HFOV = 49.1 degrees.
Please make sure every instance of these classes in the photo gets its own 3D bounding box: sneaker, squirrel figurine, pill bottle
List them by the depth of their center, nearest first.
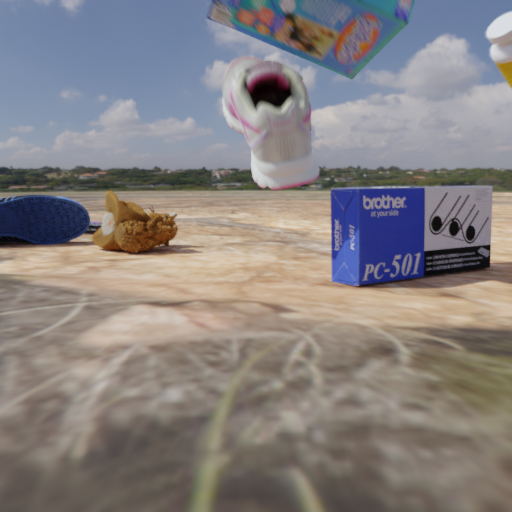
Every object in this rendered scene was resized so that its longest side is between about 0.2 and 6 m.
[{"bbox_3d":[0.167,-2.024,7.180,1.043,1.131,2.563,-15,46,-9],"label":"sneaker"},{"bbox_3d":[4.403,-3.334,9.316,1.360,0.762,0.762,39,-15,-32],"label":"pill bottle"},{"bbox_3d":[-1.929,-0.445,9.777,1.299,0.985,1.392,6,16,-44],"label":"squirrel figurine"},{"bbox_3d":[-4.644,-0.722,10.655,2.821,0.989,1.099,-4,16,-18],"label":"sneaker"}]

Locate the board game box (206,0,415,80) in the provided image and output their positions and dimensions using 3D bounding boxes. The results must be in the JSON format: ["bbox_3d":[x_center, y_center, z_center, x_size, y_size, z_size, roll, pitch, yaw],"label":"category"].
[{"bbox_3d":[0.606,-3.175,7.075,2.247,0.506,1.709,20,-9,-11],"label":"board game box"}]

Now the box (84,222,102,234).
[{"bbox_3d":[-3.586,-0.632,12.777,1.229,0.222,0.879,5,9,22],"label":"box"}]

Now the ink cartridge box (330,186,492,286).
[{"bbox_3d":[2.059,-0.317,7.221,2.450,1.152,0.542,-4,7,-32],"label":"ink cartridge box"}]
